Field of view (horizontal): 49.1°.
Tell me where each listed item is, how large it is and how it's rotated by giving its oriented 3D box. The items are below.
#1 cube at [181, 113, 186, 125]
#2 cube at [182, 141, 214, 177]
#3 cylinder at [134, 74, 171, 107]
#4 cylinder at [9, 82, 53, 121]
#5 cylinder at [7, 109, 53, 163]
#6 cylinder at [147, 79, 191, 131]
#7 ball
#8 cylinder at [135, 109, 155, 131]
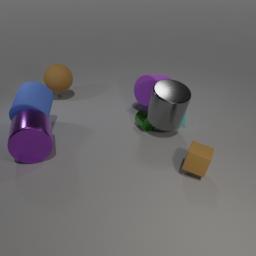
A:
[{"bbox_3d":[2.057,-0.582,11.888,0.700,0.700,0.700,2,29,4],"label":"cube"},{"bbox_3d":[2.132,0.932,8.523,0.700,0.700,0.700,21,31,13],"label":"cube"},{"bbox_3d":[1.218,-1.733,12.754,1.400,1.400,1.400,21,21,33],"label":"cylinder"},{"bbox_3d":[-3.719,-0.838,10.883,1.400,1.400,1.400,-1,45,-1],"label":"cylinder"},{"bbox_3d":[-3.310,0.257,9.583,1.400,1.400,1.400,-7,31,-13],"label":"cylinder"},{"bbox_3d":[1.494,-0.855,10.438,1.400,1.400,1.400,5,45,-5],"label":"cylinder"},{"bbox_3d":[-3.421,-2.445,13.783,1.400,1.400,1.400,0,29,0],"label":"ball"},{"bbox_3d":[0.734,-0.319,11.399,0.700,0.700,0.700,-12,31,-21],"label":"cylinder"}]
